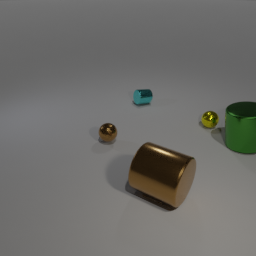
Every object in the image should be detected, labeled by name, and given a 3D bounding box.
[{"bbox_3d":[0.718,-1.512,13.480,0.700,0.700,0.700,-7,28,-30],"label":"cylinder"},{"bbox_3d":[0.952,1.243,7.673,1.400,1.400,1.400,19,33,29],"label":"cylinder"},{"bbox_3d":[-0.735,0.160,10.287,0.700,0.700,0.700,0,28,0],"label":"ball"},{"bbox_3d":[4.182,-0.046,9.937,1.400,1.400,1.400,-7,27,3],"label":"cylinder"},{"bbox_3d":[3.344,-0.354,11.413,0.700,0.700,0.700,0,28,0],"label":"ball"}]
